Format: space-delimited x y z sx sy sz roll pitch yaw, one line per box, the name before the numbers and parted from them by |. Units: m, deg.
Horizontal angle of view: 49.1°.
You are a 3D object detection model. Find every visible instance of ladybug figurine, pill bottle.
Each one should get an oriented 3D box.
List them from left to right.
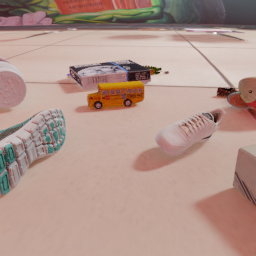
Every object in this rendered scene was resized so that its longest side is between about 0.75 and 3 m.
pill bottle | -4.096 -1.496 8.854 1.347 1.347 2.459 -15 28 -30
ladybug figurine | 3.844 -0.836 7.684 1.830 0.658 1.242 18 -6 -13

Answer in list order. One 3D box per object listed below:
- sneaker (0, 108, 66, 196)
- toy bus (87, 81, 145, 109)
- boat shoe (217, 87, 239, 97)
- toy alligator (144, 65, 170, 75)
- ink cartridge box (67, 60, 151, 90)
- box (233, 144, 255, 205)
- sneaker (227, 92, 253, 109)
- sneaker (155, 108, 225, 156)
sneaker | -2.203 0.251 5.487 1.183 1.006 2.594 5 23 20
toy bus | -0.384 -1.026 8.616 1.722 0.674 0.560 -6 25 -13
boat shoe | 3.490 -1.210 9.470 0.939 0.330 0.330 3 22 3
toy alligator | 1.070 -2.618 12.535 1.601 0.385 0.530 -3 25 -6
ink cartridge box | -0.920 -2.334 11.648 2.825 0.619 2.851 -11 25 -22
box | 2.607 1.040 3.839 0.966 0.804 2.352 -8 25 -17
sneaker | 3.628 -0.899 8.618 1.441 0.514 0.576 1 20 -13
sneaker | 1.327 0.003 5.921 1.847 0.743 0.706 -21 68 -40
